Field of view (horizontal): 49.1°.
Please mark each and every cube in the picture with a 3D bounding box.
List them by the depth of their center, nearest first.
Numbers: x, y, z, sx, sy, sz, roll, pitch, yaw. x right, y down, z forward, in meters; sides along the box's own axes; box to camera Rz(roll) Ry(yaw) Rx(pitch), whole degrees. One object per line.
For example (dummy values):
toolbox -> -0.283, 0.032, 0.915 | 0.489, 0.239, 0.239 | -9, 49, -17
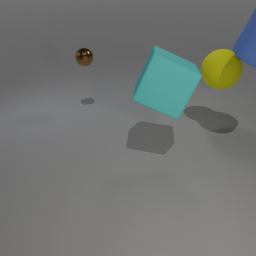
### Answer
cube -> 1.063, -1.323, 7.985 | 1.400, 1.400, 1.400 | 23, 24, -5

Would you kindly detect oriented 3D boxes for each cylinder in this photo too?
cylinder -> 3.977, -2.571, 7.993 | 1.400, 1.400, 1.400 | 14, 38, -11

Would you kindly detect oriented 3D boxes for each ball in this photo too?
ball -> 3.315, -2.074, 9.938 | 1.400, 1.400, 1.400 | 0, 29, 0
ball -> -1.703, -2.769, 10.951 | 0.700, 0.700, 0.700 | 0, 29, 0
